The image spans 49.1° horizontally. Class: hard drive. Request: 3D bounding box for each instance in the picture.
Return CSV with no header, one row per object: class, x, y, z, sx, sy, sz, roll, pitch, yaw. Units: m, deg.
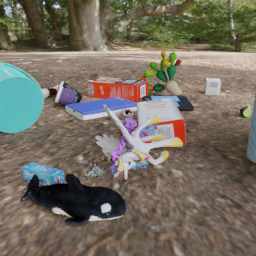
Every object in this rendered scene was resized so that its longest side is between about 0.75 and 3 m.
hard drive,-1.003,-0.797,10.940,2.405,0.305,1.587,-13,22,-33

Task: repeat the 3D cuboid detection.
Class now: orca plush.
orca plush,-0.983,1.041,4.923,1.971,0.701,1.037,11,22,30

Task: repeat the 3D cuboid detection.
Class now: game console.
game console,1.605,-1.054,11.726,1.965,0.305,1.738,-1,19,-2

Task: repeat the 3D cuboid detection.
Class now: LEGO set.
LEGO set,-0.591,0.834,5.678,0.499,0.769,0.218,35,8,-45

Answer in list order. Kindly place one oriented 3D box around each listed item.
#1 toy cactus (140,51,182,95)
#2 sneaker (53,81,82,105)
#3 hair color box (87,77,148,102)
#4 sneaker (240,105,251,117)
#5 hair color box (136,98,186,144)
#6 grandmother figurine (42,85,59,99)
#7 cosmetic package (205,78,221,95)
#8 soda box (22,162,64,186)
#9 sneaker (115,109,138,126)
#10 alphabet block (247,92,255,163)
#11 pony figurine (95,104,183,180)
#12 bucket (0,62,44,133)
toy cactus,1.782,-2.303,13.398,2.144,2.598,1.329,53,33,15
sneaker,-2.584,-1.379,12.208,1.085,0.939,2.479,19,12,-16
hair color box,-0.492,-1.880,13.360,2.615,0.801,1.327,8,21,23
sneaker,4.358,-0.587,10.447,0.367,0.336,0.876,-15,8,33
hair color box,0.898,-0.222,8.333,1.234,0.744,2.430,-8,19,4
grandmother figurine,-3.629,-1.798,13.591,1.111,0.555,1.832,-2,14,26
cosmetic package,4.266,-2.097,14.149,0.702,0.702,0.851,5,20,11
soda box,-1.747,0.970,5.760,0.881,0.299,0.283,10,21,27
sneaker,-0.054,-0.432,9.543,0.477,0.517,1.172,-12,22,-30
alphabet block,4.276,-0.063,5.864,2.297,2.244,2.256,-8,22,-18
pony figurine,0.091,0.280,5.999,1.615,1.345,1.559,-21,52,-26
bucket,-3.755,-0.903,8.729,2.093,2.093,1.361,-17,34,-41
